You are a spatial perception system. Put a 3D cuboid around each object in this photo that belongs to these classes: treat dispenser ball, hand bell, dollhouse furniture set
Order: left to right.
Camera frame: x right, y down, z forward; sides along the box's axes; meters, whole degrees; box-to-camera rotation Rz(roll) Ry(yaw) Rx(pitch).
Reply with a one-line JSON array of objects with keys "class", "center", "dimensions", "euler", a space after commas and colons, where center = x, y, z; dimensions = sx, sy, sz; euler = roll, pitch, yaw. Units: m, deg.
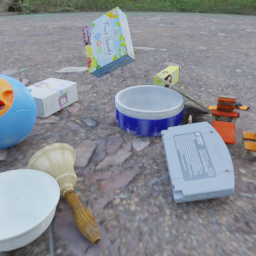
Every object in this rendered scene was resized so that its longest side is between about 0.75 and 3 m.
[{"class": "treat dispenser ball", "center": [-4.530, -0.559, 9.714], "dimensions": [2.578, 2.578, 2.578], "euler": [0, 29, 0]}, {"class": "hand bell", "center": [-1.457, 1.805, 7.232], "dimensions": [1.443, 1.443, 2.772], "euler": [-17, 46, -28]}, {"class": "dollhouse furniture set", "center": [3.462, -0.095, 10.159], "dimensions": [2.532, 1.305, 2.505], "euler": [8, 30, 15]}]

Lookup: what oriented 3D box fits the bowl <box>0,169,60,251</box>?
[{"class": "bowl", "center": [-2.699, 2.039, 6.585], "dimensions": [2.259, 1.015, 2.259], "euler": [0, 29, 0]}]

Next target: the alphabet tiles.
[{"class": "alphabet tiles", "center": [2.411, -1.427, 11.974], "dimensions": [2.910, 0.092, 2.421], "euler": [22, 15, -47]}]

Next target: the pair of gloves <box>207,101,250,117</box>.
[{"class": "pair of gloves", "center": [4.641, -0.977, 12.922], "dimensions": [1.496, 0.208, 1.680], "euler": [24, 36, 36]}]

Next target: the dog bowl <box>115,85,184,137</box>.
[{"class": "dog bowl", "center": [0.877, -0.785, 11.626], "dimensions": [2.801, 1.103, 2.801], "euler": [0, 29, 0]}]

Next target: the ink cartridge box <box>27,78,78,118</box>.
[{"class": "ink cartridge box", "center": [-3.690, -1.476, 13.002], "dimensions": [1.680, 0.984, 2.325], "euler": [15, 31, 26]}]

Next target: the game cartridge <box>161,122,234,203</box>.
[{"class": "game cartridge", "center": [2.076, 0.928, 8.414], "dimensions": [1.835, 0.557, 2.753], "euler": [-11, 41, 7]}]

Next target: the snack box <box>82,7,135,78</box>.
[{"class": "snack box", "center": [-0.528, -2.217, 7.365], "dimensions": [1.215, 1.441, 0.488], "euler": [-19, -19, 28]}]

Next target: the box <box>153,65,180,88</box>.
[{"class": "box", "center": [2.161, -2.725, 15.412], "dimensions": [0.599, 0.900, 2.391], "euler": [14, 33, 26]}]
